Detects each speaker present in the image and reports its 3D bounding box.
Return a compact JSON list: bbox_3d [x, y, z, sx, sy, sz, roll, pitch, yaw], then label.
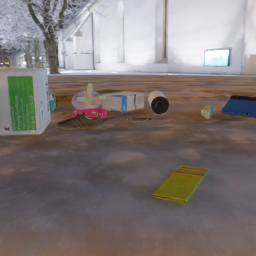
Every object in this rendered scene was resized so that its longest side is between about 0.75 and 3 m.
[{"bbox_3d":[1.548,-1.353,14.496,0.944,0.944,2.326,0,13,1],"label":"speaker"}]

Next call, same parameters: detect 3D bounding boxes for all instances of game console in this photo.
[{"bbox_3d":[6.167,-0.858,14.038,2.237,1.324,1.910,13,-12,41],"label":"game console"}]

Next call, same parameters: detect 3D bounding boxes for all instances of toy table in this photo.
[{"bbox_3d":[-1.943,-1.472,14.275,1.636,1.504,0.958,-21,6,-27],"label":"toy table"}]

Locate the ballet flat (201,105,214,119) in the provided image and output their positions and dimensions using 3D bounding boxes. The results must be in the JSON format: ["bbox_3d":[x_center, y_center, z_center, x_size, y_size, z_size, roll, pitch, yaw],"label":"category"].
[{"bbox_3d":[3.705,-0.793,13.105,0.523,0.523,1.505,5,14,20],"label":"ballet flat"}]

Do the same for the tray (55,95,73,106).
[{"bbox_3d":[-3.869,-1.675,17.021,1.022,0.384,2.072,-3,13,-15],"label":"tray"}]

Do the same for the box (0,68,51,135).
[{"bbox_3d":[-4.127,-1.095,10.625,1.959,2.276,2.287,-1,14,-6],"label":"box"}]

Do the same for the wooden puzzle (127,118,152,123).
[{"bbox_3d":[0.503,-0.344,12.218,1.098,0.077,0.651,2,14,9],"label":"wooden puzzle"}]

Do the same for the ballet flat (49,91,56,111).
[{"bbox_3d":[-4.446,-1.549,15.341,0.884,0.924,2.626,-4,15,-14],"label":"ballet flat"}]

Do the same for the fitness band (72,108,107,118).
[{"bbox_3d":[-1.766,-0.636,12.929,1.216,0.317,1.693,12,20,41],"label":"fitness band"}]

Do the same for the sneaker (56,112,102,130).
[{"bbox_3d":[-1.878,-0.296,10.803,1.743,0.658,0.614,-2,14,-8],"label":"sneaker"}]

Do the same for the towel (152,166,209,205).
[{"bbox_3d":[1.175,1.171,5.999,0.712,0.149,1.655,2,14,30],"label":"towel"}]

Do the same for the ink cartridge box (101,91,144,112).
[{"bbox_3d":[-0.254,-1.452,15.124,1.437,0.829,1.981,11,18,38],"label":"ink cartridge box"}]
